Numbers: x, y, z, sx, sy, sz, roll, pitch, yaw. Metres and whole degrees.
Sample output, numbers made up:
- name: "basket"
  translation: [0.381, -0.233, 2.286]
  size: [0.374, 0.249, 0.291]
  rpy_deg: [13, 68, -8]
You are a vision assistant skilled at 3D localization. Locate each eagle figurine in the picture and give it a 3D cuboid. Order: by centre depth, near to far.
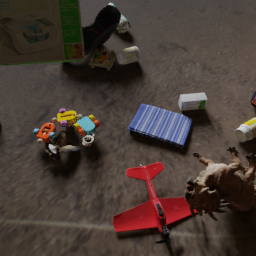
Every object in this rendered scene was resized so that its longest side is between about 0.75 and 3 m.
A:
- name: "eagle figurine"
  translation: [-1.955, 0.531, 8.174]
  size: [0.913, 0.693, 0.689]
  rpy_deg: [-35, 38, -20]

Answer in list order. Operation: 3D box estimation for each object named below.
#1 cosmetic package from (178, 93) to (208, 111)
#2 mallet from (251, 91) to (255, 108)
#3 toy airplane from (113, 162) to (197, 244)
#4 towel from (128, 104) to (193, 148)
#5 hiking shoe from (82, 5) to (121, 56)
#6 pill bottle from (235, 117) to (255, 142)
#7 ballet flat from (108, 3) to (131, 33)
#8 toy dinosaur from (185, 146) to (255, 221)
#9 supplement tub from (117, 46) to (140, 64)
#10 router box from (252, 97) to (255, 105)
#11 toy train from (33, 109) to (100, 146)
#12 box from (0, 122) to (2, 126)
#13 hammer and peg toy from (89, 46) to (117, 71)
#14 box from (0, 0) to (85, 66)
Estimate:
- name: "cosmetic package"
  translation: [2.169, -0.887, 9.418]
  size: [0.852, 0.459, 0.362]
  rpy_deg: [-8, 52, -4]
- name: "mallet"
  translation: [5.328, -0.678, 9.322]
  size: [2.388, 0.492, 0.787]
  rpy_deg: [24, 50, 13]
- name: "toy airplane"
  translation: [0.696, 1.792, 7.202]
  size: [2.347, 0.432, 2.347]
  rpy_deg: [1, 50, -1]
- name: "towel"
  translation: [1.048, -0.104, 8.972]
  size: [1.818, 0.217, 1.316]
  rpy_deg: [18, 50, 13]
- name: "hiking shoe"
  translation: [-1.462, -3.548, 11.318]
  size: [2.971, 1.495, 1.125]
  rpy_deg: [-36, 86, 0]
- name: "pill bottle"
  translation: [3.769, 0.047, 8.596]
  size: [0.917, 0.524, 0.524]
  rpy_deg: [-25, 55, -19]
- name: "ballet flat"
  translation: [-0.613, -5.045, 12.809]
  size: [0.736, 0.736, 2.119]
  rpy_deg: [-20, 54, -16]
- name: "toy dinosaur"
  translation: [2.520, 1.570, 6.994]
  size: [2.791, 1.198, 1.891]
  rpy_deg: [19, 62, -7]
- name: "supplement tub"
  translation: [0.010, -2.826, 10.951]
  size: [0.805, 0.584, 0.584]
  rpy_deg: [-17, 52, -13]
- name: "router box"
  translation: [5.711, -0.975, 8.953]
  size: [2.478, 0.674, 2.760]
  rpy_deg: [37, 53, 18]
- name: "toy train"
  translation: [-1.803, 0.117, 8.577]
  size: [1.896, 0.527, 1.424]
  rpy_deg: [9, 52, 12]
- name: "box"
  translation: [-5.497, -0.096, 8.715]
  size: [1.852, 0.512, 2.312]
  rpy_deg: [36, 59, 26]
- name: "hammer and peg toy"
  translation: [-0.910, -2.837, 11.042]
  size: [0.949, 0.455, 1.291]
  rpy_deg: [11, 51, 9]
- name: "box"
  translation: [-2.122, -2.415, 6.612]
  size: [1.988, 1.754, 0.961]
  rpy_deg: [-6, 14, -15]
